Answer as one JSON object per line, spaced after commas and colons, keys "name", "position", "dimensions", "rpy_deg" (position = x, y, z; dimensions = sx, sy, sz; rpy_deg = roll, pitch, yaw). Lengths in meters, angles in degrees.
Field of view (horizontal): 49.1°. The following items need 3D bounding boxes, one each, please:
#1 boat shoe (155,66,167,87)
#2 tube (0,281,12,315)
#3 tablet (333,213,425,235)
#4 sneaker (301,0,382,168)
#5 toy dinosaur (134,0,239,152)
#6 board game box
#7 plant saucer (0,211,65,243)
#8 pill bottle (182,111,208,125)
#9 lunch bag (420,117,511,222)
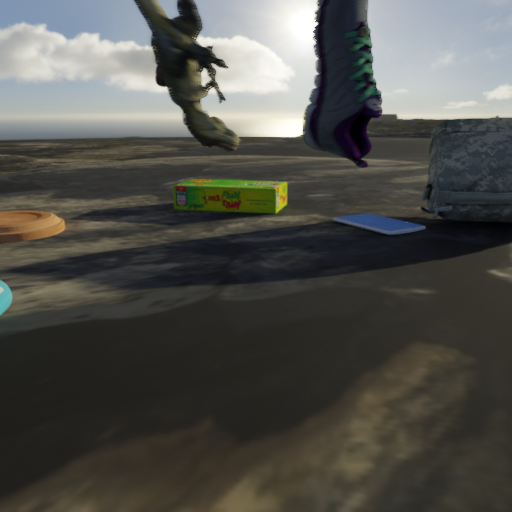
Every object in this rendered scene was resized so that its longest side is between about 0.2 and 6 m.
{"name": "boat shoe", "position": [-1.785, -4.162, 12.225], "dimensions": [0.712, 0.655, 1.993], "rpy_deg": [38, 28, -13]}
{"name": "tube", "position": [-3.108, 0.750, 5.793], "dimensions": [0.680, 0.443, 1.757], "rpy_deg": [-5, 20, 3]}
{"name": "tablet", "position": [2.524, -0.664, 11.618], "dimensions": [1.088, 0.114, 1.672], "rpy_deg": [-9, 18, -32]}
{"name": "sneaker", "position": [1.768, -3.220, 9.693], "dimensions": [1.236, 3.321, 1.454], "rpy_deg": [-28, 47, -33]}
{"name": "toy dinosaur", "position": [-0.868, -2.515, 6.438], "dimensions": [0.704, 2.965, 1.307], "rpy_deg": [-32, 20, -26]}
{"name": "board game box", "position": [-0.611, -1.481, 13.737], "dimensions": [2.529, 0.602, 1.285], "rpy_deg": [4, 15, 14]}
{"name": "plant saucer", "position": [-4.826, -0.619, 11.071], "dimensions": [1.963, 0.317, 1.963], "rpy_deg": [0, 14, 0]}
{"name": "pill bottle", "position": [-1.362, -3.126, 12.634], "dimensions": [0.554, 0.314, 0.314], "rpy_deg": [-3, 15, 5]}
{"name": "lunch bag", "position": [4.988, -1.681, 11.822], "dimensions": [2.848, 1.984, 2.388], "rpy_deg": [3, 30, 16]}
